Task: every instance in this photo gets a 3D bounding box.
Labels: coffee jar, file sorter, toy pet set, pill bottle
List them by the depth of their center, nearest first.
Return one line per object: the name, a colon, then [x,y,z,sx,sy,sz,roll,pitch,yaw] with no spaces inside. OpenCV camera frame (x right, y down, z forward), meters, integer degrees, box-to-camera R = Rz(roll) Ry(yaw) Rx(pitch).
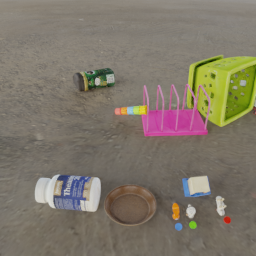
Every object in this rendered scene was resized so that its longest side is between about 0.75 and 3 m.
pill bottle: [-1.653,1.785,7.797,1.664,0.923,0.923,3,34,5]
toy pet set: [1.893,2.069,7.828,1.479,0.785,1.381,-5,69,-2]
file sorter: [1.823,-0.799,11.069,2.430,1.524,1.688,-1,34,-2]
coffee jar: [-1.714,-2.426,14.054,1.998,0.852,1.042,-13,32,-20]

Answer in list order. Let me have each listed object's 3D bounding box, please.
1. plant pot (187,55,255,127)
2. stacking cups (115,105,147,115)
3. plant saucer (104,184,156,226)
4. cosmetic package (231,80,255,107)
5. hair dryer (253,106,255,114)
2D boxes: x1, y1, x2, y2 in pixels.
plant pot: [3.910,-1.797,11.893,2.405,2.393,2.182,-23,35,-31]
stacking cups: [0.135,-0.736,11.889,1.371,0.415,0.415,-1,32,21]
plant saucer: [0.062,2.180,7.804,1.445,0.264,1.445,1,35,0]
cosmetic package: [5.749,-1.661,13.071,0.896,0.550,2.170,-8,29,-9]
hair dryer: [5.632,-0.780,12.249,0.741,0.264,0.972,7,23,24]
